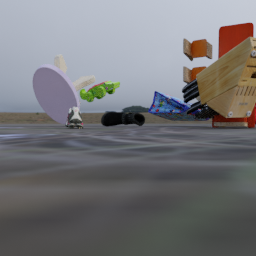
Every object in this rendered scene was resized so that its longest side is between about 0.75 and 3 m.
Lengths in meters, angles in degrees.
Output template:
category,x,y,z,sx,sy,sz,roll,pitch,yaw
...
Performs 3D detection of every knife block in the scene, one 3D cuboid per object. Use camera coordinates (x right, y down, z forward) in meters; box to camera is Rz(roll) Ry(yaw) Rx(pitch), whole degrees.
category,x,y,z,sx,sy,sz,roll,pitch,yaw
knife block,2.328,-1.262,7.224,0.793,2.478,2.175,-3,31,-24

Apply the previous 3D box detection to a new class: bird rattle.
category,x,y,z,sx,sy,sz,roll,pitch,yaw
bird rattle,3.502,-0.944,9.708,2.309,1.595,2.832,6,28,10

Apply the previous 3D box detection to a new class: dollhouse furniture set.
category,x,y,z,sx,sy,sz,roll,pitch,yaw
dollhouse furniture set,2.994,-1.459,7.837,2.943,2.911,1.516,0,-2,28

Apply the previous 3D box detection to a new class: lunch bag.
category,x,y,z,sx,sy,sz,roll,pitch,yaw
lunch bag,2.197,-0.706,11.422,1.626,1.016,2.159,14,5,-38

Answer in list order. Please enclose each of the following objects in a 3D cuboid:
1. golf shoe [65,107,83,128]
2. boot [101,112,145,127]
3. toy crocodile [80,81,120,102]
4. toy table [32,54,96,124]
category,x,y,z,sx,sy,sz,roll,pitch,yaw
golf shoe,-1.386,-0.252,7.367,0.470,0.536,1.218,0,0,-19
boot,-0.169,-0.317,10.231,1.405,0.529,1.050,-12,16,-41
toy crocodile,-1.279,-1.682,12.476,0.798,0.730,2.365,-25,8,-42
toy table,-2.644,-1.615,11.395,2.393,2.603,1.524,6,39,9
